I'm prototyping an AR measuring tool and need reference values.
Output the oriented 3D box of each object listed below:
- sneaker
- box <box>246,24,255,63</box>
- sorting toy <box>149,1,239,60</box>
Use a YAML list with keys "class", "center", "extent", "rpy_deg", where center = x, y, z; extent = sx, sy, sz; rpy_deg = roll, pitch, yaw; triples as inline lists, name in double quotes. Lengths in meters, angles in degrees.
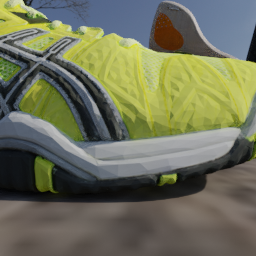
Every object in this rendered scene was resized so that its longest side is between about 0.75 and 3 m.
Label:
- class: "sneaker"
  center: [-0.390, -0.205, 1.144]
  extent: [2.000, 0.764, 0.754]
  rpy_deg: [1, 0, 11]
- class: "box"
  center: [3.323, -1.259, 3.918]
  extent: [2.896, 2.151, 1.800]
  rpy_deg: [15, 6, 20]
- class: "sorting toy"
  center: [1.889, -1.461, 6.635]
  extent: [2.368, 1.405, 2.630]
  rpy_deg: [31, 7, 28]
